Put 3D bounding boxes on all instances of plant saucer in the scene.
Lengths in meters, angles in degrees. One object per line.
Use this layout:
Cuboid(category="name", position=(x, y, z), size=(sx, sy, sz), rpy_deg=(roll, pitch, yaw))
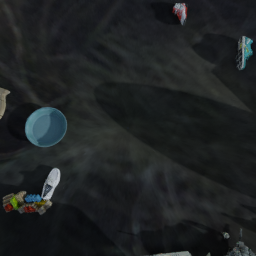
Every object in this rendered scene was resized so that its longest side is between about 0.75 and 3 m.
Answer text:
Cuboid(category="plant saucer", position=(-2.043, -0.007, 7.059), size=(1.040, 0.187, 1.040), rpy_deg=(0, 72, 1))

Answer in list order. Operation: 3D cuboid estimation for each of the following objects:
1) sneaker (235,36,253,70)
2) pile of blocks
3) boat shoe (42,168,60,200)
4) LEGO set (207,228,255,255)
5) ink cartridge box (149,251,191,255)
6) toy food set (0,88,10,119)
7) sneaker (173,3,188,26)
Cuboid(category="sneaker", position=(3.182, -2.039, 7.604), size=(0.410, 0.399, 1.030), rpy_deg=(16, 73, -4))
Cuboid(category="pile of blocks", position=(-2.321, 1.719, 6.339), size=(1.118, 0.348, 0.459), rpy_deg=(1, 106, 0))
Cuboid(category="boat shoe", position=(-1.823, 1.312, 6.603), size=(0.274, 0.268, 0.773), rpy_deg=(14, 73, 4))
Cuboid(category="LEGO set", position=(2.687, 2.807, 5.897), size=(2.569, 0.728, 1.669), rpy_deg=(-44, 77, -12))
Cuboid(category="ink cartridge box", position=(0.429, 3.192, 5.308), size=(1.776, 0.744, 1.281), rpy_deg=(-6, 100, -3))
Cuboid(category="toy food set", position=(-3.972, -0.141, 7.017), size=(1.376, 0.341, 2.165), rpy_deg=(10, 73, 3))
Cuboid(category="sneaker", position=(1.476, -3.261, 8.044), size=(0.406, 0.253, 0.758), rpy_deg=(8, 69, 3))
